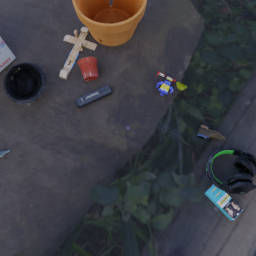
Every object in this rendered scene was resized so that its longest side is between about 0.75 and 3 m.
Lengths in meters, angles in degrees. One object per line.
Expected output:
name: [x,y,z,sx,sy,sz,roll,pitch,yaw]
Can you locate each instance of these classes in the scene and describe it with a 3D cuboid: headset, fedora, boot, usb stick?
headset: [4.160,1.757,10.117,2.649,1.245,1.636,20,63,20]
fedora: [-4.019,-1.678,11.164,1.798,0.821,1.798,0,73,0]
boot: [3.151,0.335,10.751,1.039,0.388,0.503,31,74,22]
usb stick: [-1.369,-1.271,11.334,1.547,0.252,0.429,-25,74,-8]

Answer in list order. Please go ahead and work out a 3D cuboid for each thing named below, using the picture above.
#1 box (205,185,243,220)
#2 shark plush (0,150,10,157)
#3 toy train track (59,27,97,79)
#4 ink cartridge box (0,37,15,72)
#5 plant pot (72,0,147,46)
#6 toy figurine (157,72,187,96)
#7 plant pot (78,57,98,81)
box: [3.416,2.631,10.038,0.530,0.317,1.289,-41,77,-12]
shark plush: [-4.835,1.014,10.557,0.774,0.322,0.352,-4,72,-1]
toy train track: [-2.278,-3.292,11.906,1.489,0.422,2.597,19,74,6]
ink cartridge box: [-6.175,-3.282,10.652,2.031,2.808,2.041,38,76,14]
plant pot: [-0.705,-4.775,11.544,2.869,2.008,2.869,0,72,-1]
toy figurine: [1.648,-1.642,11.424,1.332,0.702,0.798,29,104,7]
plant pot: [-1.577,-2.380,11.443,0.804,0.804,0.781,-13,83,-4]
